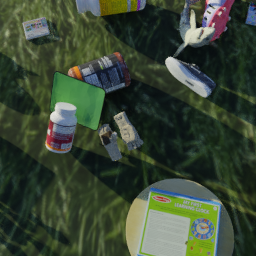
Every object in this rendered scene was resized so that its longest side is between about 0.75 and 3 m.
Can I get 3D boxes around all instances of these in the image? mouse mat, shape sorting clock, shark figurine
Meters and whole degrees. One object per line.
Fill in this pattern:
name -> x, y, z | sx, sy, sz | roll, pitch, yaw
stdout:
mouse mat -> -1.493, -0.769, 8.081 | 1.701, 1.369, 0.064 | 22, 28, 11
shape sorting clock -> 1.342, 2.698, 7.380 | 2.792, 0.548, 2.792 | -1, 65, 3
shark figurine -> 2.347, -3.408, 9.628 | 1.204, 1.723, 2.884 | 15, 50, -21

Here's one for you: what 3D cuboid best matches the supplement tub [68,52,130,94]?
supplement tub -> -1.066, -1.499, 8.670 | 2.111, 1.129, 1.129 | -21, 71, -7

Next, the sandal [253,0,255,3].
sandal -> 5.426, -5.107, 10.252 | 2.108, 0.569, 0.847 | -21, 70, -18

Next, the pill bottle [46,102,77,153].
pill bottle -> -1.872, -0.015, 7.970 | 0.746, 0.746, 1.321 | 19, 111, 7

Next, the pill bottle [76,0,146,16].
pill bottle -> -0.637, -4.625, 9.780 | 2.358, 1.229, 1.229 | -11, 70, -4

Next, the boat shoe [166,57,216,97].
boat shoe -> 2.032, -1.763, 9.031 | 1.787, 0.641, 0.606 | 40, 75, 11

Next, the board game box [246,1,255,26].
board game box -> 4.712, -4.116, 10.156 | 0.711, 0.172, 0.940 | 16, 71, 6

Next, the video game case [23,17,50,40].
video game case -> -3.273, -3.552, 9.987 | 0.820, 0.097, 0.746 | -17, 70, -5

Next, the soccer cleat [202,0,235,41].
soccer cleat -> 3.094, -4.204, 9.925 | 1.068, 0.932, 2.793 | 16, 73, 38

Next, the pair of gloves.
pair of gloves -> -0.259, 0.255, 7.961 | 0.227, 1.292, 1.099 | -23, 81, -53
